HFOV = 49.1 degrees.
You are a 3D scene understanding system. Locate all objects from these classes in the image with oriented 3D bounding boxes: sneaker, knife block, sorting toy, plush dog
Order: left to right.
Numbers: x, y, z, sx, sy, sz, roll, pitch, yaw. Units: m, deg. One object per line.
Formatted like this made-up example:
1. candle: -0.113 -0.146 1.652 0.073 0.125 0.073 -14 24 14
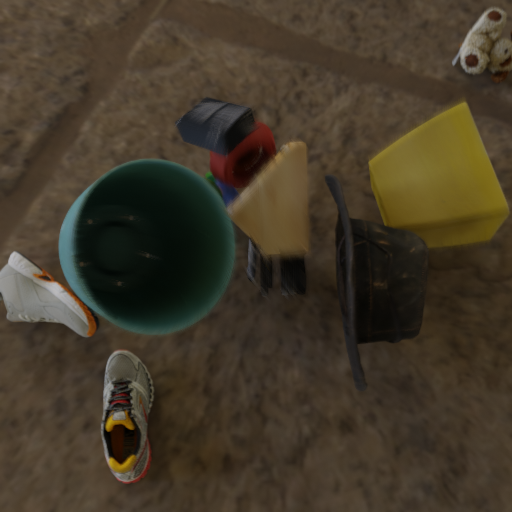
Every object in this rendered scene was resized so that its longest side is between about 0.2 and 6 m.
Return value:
1. sneaker: -3.716 0.898 9.749 2.218 0.839 1.020 32 76 22
2. sneaker: -2.044 2.476 8.899 0.805 0.850 2.068 -10 65 -5
3. sorting toy: -0.878 -1.478 10.334 2.743 1.648 1.126 -38 56 0
4. knife block: 0.596 -0.482 9.636 2.069 0.754 2.357 42 98 -10
5. plush dog: 5.122 -4.428 12.194 1.214 1.134 1.413 24 96 -4

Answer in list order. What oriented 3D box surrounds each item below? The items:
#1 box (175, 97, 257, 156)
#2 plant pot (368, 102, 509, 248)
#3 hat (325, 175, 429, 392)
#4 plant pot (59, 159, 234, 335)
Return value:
1. box: -0.662 -2.132 9.155 1.099 0.434 0.776 26 59 39
2. plant pot: 3.049 -1.155 9.917 1.771 2.008 2.008 -17 76 10
3. hat: 1.913 0.283 8.509 1.374 3.406 3.406 -8 65 7
4. plant pot: -1.744 -0.105 8.028 2.283 1.832 2.283 1 89 -33
